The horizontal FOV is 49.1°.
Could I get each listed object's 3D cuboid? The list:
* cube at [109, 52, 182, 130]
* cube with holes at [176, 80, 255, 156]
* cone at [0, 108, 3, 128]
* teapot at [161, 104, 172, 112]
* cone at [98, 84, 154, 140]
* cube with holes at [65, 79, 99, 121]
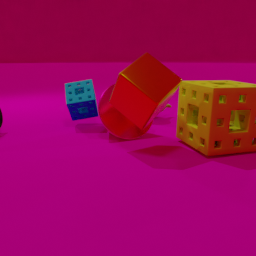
[{"bbox_3d":[0.336,-0.742,5.678,0.941,0.941,0.941,40,56,9],"label":"cube"},{"bbox_3d":[1.944,-0.290,5.956,1.304,1.304,1.304,-4,16,-17],"label":"cube with holes"},{"bbox_3d":[-4.153,-0.192,6.793,1.462,1.456,1.456,-28,8,15],"label":"cone"},{"bbox_3d":[0.494,-0.958,8.777,1.973,1.226,0.966,27,36,-7],"label":"teapot"},{"bbox_3d":[-0.270,-0.260,7.330,1.424,1.424,1.429,-6,-11,-23],"label":"cone"},{"bbox_3d":[-1.280,-0.771,7.784,0.749,0.749,0.749,-10,56,-4],"label":"cube with holes"}]
